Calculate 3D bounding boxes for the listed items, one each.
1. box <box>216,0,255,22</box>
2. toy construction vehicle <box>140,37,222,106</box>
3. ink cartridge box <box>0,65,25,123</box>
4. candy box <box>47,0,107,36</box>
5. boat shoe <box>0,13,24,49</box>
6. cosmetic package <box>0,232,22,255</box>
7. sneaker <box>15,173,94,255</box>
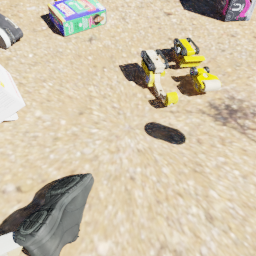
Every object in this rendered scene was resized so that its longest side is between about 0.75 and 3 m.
[{"bbox_3d":[4.579,-5.679,11.528,1.195,2.082,1.376,-5,51,-4],"label":"box"},{"bbox_3d":[1.638,-1.885,9.344,2.291,0.927,2.631,-11,54,-23],"label":"toy construction vehicle"},{"bbox_3d":[-4.296,-1.150,7.630,1.674,2.674,1.718,-35,57,-2],"label":"ink cartridge box"},{"bbox_3d":[-2.116,-4.742,11.628,1.940,0.747,1.640,-27,57,-19],"label":"candy box"},{"bbox_3d":[-5.296,-4.196,10.970,2.980,1.101,0.899,36,59,22],"label":"boat shoe"},{"bbox_3d":[-2.482,2.579,5.388,0.379,1.067,0.561,38,24,28],"label":"cosmetic package"},{"bbox_3d":[-1.400,1.904,6.168,0.913,1.091,2.403,-13,22,31],"label":"sneaker"}]
